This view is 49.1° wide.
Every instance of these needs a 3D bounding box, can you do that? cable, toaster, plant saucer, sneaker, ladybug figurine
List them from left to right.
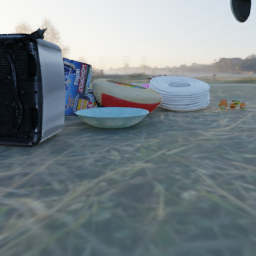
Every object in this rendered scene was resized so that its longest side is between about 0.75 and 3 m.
[{"bbox_3d":[-2.717,-0.905,6.405,2.649,2.395,1.572,2,11,10],"label":"toaster"},{"bbox_3d":[-0.474,-0.309,8.559,2.227,0.429,2.227,0,10,0],"label":"plant saucer"},{"bbox_3d":[-0.070,-1.167,10.695,2.796,1.006,1.898,15,15,12],"label":"ladybug figurine"},{"bbox_3d":[2.258,-1.610,12.470,2.719,0.941,2.718,-10,27,-20],"label":"cable"},{"bbox_3d":[3.555,-4.051,8.336,0.611,1.633,0.867,-9,8,-20],"label":"sneaker"}]

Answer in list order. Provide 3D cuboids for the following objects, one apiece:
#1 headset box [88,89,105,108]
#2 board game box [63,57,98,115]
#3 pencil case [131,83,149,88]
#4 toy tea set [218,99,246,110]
[{"bbox_3d":[-1.336,-1.295,12.512,1.648,0.855,2.214,-4,11,-22],"label":"headset box"},{"bbox_3d":[-2.106,-1.372,10.522,2.331,2.332,0.719,16,13,5],"label":"board game box"},{"bbox_3d":[1.105,-1.791,14.458,2.526,1.116,1.116,4,12,10],"label":"pencil case"},{"bbox_3d":[4.539,-0.936,12.254,1.174,0.435,0.698,3,-18,33],"label":"toy tea set"}]
